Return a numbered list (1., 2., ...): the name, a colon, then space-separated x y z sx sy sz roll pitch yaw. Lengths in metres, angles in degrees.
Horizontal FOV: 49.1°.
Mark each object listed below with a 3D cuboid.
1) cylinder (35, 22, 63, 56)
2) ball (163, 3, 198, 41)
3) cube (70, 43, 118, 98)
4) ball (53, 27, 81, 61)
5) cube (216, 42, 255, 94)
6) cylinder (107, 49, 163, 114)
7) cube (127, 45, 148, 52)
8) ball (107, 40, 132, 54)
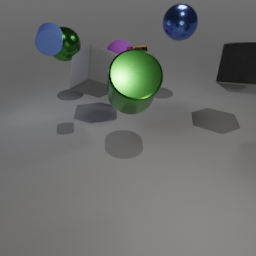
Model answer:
1. cylinder: -2.145 -2.438 7.665 0.700 0.700 0.700 -5 37 -9
2. ball: 2.088 -4.227 11.227 1.400 1.400 1.400 0 29 0
3. cube: -1.229 -2.114 10.643 1.400 1.400 1.400 12 -17 -39
4. ball: -2.702 -3.544 11.843 1.400 1.400 1.400 0 29 0
5. cube: 4.026 -2.004 9.561 1.400 1.400 1.400 13 0 37
6. cylinder: 0.137 -1.213 7.697 1.400 1.400 1.400 -4 -12 -6
7. cube: 0.426 -3.311 12.565 0.700 0.700 0.700 -14 20 -20
8. ball: -0.367 -3.506 13.438 1.400 1.400 1.400 0 29 0
